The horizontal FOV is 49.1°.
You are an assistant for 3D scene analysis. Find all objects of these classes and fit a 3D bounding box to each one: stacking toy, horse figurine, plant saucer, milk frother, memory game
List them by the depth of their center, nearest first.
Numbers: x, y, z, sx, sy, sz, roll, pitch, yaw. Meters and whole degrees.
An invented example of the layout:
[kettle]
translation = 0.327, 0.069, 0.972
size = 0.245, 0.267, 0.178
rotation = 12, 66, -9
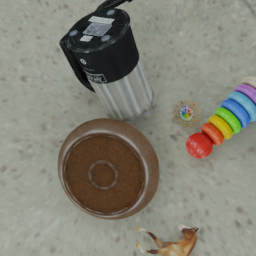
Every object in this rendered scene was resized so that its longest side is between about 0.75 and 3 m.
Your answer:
[horse figurine]
translation = 0.811, 3.238, 6.342
size = 1.493, 0.562, 2.252
rotation = 17, 55, -9
[plant saucer]
translation = -0.545, 1.060, 6.608
size = 2.562, 0.441, 2.562
rotation = 2, 101, 11
[milk frother]
translation = -0.158, -1.916, 6.961
size = 2.460, 2.314, 2.220
rotation = -40, 51, -12
[stacking toy]
translation = 2.495, -0.171, 7.180
size = 2.480, 1.059, 1.059
rotation = -40, 79, -2
[memory game]
translation = 1.564, -0.381, 7.487
size = 0.784, 0.050, 0.784
rotation = 9, 110, 27
